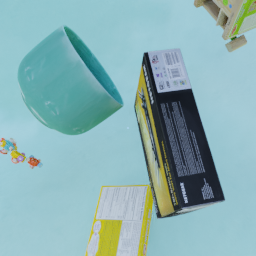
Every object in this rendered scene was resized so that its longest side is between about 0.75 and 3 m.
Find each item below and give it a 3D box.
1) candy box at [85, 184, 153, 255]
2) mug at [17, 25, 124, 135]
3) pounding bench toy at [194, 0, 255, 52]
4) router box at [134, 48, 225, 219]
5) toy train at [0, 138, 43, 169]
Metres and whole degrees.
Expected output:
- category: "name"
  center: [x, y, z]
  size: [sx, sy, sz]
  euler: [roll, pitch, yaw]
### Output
- category: "candy box"
  center: [-0.239, 2.435, 5.795]
  size: [1.320, 0.341, 2.583]
  euler: [-6, 55, 28]
- category: "mug"
  center: [-1.030, -0.645, 5.351]
  size: [1.350, 2.183, 1.794]
  euler: [-34, 35, 9]
- category: "pounding bench toy"
  center: [2.394, -2.933, 6.619]
  size: [1.197, 1.927, 1.503]
  euler: [-25, 65, -11]
- category: "router box"
  center: [0.641, 0.205, 4.524]
  size: [0.596, 1.796, 2.284]
  euler: [-8, 69, -7]
- category: "toy train"
  center: [-2.244, 0.561, 5.758]
  size: [0.936, 0.703, 0.260]
  euler: [36, 90, 11]
